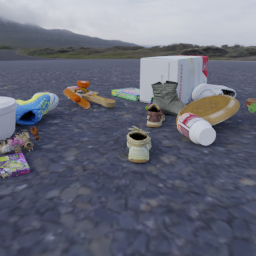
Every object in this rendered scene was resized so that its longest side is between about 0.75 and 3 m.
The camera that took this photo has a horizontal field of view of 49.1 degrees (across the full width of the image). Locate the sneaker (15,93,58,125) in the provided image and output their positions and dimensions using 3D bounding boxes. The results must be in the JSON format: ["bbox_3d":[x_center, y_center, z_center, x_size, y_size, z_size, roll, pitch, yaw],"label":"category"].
[{"bbox_3d":[-3.438,-0.628,10.610,1.295,0.934,2.466,28,36,32],"label":"sneaker"}]

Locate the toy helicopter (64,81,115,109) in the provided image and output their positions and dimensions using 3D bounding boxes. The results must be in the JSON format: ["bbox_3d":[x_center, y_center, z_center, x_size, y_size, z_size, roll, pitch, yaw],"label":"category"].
[{"bbox_3d":[-1.762,-1.397,12.786,2.547,1.005,1.684,19,21,26],"label":"toy helicopter"}]

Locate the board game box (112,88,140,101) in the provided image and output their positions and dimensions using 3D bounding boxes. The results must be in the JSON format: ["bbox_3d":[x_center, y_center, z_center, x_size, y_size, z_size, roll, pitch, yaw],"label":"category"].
[{"bbox_3d":[0.300,-1.862,15.268,1.431,0.310,2.127,-13,21,-37],"label":"board game box"}]

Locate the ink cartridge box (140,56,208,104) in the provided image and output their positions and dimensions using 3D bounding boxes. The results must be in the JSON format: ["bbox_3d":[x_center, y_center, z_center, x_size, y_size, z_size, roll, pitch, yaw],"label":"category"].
[{"bbox_3d":[2.288,-2.424,13.863,2.166,2.176,2.995,13,21,38],"label":"ink cartridge box"}]

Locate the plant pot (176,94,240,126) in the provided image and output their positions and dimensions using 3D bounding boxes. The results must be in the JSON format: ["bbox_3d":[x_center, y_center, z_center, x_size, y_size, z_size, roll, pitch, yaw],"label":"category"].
[{"bbox_3d":[2.753,-0.659,9.941,2.267,0.311,2.267,-21,21,8],"label":"plant pot"}]

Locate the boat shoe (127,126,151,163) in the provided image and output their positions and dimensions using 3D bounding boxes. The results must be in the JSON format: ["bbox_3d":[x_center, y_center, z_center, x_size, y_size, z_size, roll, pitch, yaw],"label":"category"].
[{"bbox_3d":[0.320,0.328,7.678,0.703,0.601,1.918,-1,17,-2],"label":"boat shoe"}]

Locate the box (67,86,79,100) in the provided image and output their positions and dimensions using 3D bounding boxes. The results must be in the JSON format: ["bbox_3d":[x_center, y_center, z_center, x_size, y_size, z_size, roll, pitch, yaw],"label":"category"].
[{"bbox_3d":[-2.704,-1.772,14.454,0.519,0.609,0.952,-11,20,-31],"label":"box"}]

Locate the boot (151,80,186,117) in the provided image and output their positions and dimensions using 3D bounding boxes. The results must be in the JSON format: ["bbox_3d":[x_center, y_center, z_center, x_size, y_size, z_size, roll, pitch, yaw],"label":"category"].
[{"bbox_3d":[1.917,-1.190,11.274,2.100,1.372,0.711,6,18,18],"label":"boot"}]

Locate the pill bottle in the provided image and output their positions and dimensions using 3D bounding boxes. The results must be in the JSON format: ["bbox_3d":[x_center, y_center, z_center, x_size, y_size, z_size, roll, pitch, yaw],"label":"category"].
[{"bbox_3d":[2.049,0.044,8.392,0.726,0.726,1.285,-4,20,-14],"label":"pill bottle"}]

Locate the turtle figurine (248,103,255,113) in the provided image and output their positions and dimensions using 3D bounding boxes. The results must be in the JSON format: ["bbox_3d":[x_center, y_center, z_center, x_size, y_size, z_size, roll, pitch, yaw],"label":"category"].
[{"bbox_3d":[5.408,-0.876,10.546,1.540,1.143,1.588,-24,14,-36],"label":"turtle figurine"}]

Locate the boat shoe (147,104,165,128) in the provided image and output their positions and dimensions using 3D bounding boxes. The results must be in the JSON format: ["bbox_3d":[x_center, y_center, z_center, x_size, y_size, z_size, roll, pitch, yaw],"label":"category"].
[{"bbox_3d":[1.028,-0.585,10.488,0.686,0.684,1.901,3,18,11],"label":"boat shoe"}]

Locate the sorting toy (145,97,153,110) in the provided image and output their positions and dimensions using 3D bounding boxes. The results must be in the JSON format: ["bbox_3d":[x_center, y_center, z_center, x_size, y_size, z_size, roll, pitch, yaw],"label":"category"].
[{"bbox_3d":[1.225,-1.103,12.363,1.097,0.450,0.659,-16,30,-35],"label":"sorting toy"}]

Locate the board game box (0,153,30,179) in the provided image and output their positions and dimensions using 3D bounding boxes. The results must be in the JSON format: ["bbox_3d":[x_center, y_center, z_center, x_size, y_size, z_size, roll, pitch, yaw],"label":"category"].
[{"bbox_3d":[-2.761,0.880,6.691,0.634,0.171,1.057,-13,21,-25],"label":"board game box"}]

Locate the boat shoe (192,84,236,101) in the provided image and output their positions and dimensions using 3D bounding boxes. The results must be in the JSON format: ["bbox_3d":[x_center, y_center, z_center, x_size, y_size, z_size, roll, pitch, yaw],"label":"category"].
[{"bbox_3d":[4.266,-1.620,13.707,2.643,0.952,0.906,0,14,-36],"label":"boat shoe"}]

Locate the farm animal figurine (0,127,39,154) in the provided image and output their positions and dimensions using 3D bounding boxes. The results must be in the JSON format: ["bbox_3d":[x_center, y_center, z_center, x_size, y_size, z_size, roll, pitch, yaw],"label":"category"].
[{"bbox_3d":[-2.909,0.442,7.553,0.918,0.572,1.137,-13,14,27],"label":"farm animal figurine"}]

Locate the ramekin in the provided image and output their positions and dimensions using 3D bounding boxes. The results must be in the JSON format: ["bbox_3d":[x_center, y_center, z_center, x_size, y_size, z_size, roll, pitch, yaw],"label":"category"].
[{"bbox_3d":[-4.607,-0.217,8.570,2.398,1.117,2.398,0,17,0],"label":"ramekin"}]

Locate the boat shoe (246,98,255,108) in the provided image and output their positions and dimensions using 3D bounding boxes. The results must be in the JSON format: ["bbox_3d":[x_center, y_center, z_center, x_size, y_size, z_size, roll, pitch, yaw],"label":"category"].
[{"bbox_3d":[6.240,-1.045,11.527,2.563,0.947,0.970,16,23,41],"label":"boat shoe"}]
